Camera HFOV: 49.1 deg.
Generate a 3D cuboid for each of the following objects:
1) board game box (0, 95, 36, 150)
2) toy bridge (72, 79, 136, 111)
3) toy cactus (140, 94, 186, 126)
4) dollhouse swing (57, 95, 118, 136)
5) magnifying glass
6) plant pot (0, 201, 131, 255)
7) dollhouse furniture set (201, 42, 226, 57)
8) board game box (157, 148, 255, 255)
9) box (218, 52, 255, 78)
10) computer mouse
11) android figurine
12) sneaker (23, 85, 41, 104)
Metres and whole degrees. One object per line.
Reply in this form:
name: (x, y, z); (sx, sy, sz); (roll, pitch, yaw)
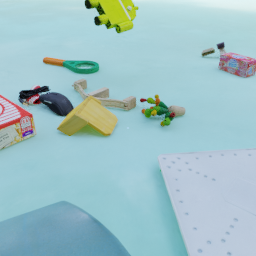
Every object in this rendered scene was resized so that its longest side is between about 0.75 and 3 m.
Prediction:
board game box: (-3.971, 0.064, 6.612); (2.095, 0.640, 2.766); (25, 39, 36)
toy bridge: (-0.942, -1.021, 8.766); (2.475, 0.337, 0.832); (23, 38, 34)
toy cactus: (1.014, -0.539, 7.744); (1.199, 0.743, 1.453); (-1, 21, -20)
dollhouse swing: (-1.024, -0.129, 7.392); (1.036, 1.003, 1.140); (-34, 18, 28)
magnifying glass: (-2.398, -2.626, 11.599); (2.647, 0.296, 1.053); (16, 34, 22)
plant pot: (-0.737, 1.876, 2.753); (1.605, 1.604, 2.271); (-15, 25, -24)
dollhouse furniture set: (3.954, -3.207, 12.737); (1.074, 0.851, 0.762); (-14, 68, 20)
board game box: (2.081, 1.287, 4.842); (2.715, 0.351, 2.715); (-3, 30, -5)
box: (4.289, -2.486, 10.951); (0.657, 0.629, 1.318); (-19, 35, -29)
computer mouse: (-2.415, -0.834, 8.130); (1.190, 0.390, 1.694); (-23, 47, -40)
android figurine: (-0.441, -3.932, 9.133); (1.933, 1.759, 0.397); (-29, 2, -36)
sneaker: (-2.847, -1.001, 8.812); (0.538, 0.365, 0.932); (14, 45, 7)
